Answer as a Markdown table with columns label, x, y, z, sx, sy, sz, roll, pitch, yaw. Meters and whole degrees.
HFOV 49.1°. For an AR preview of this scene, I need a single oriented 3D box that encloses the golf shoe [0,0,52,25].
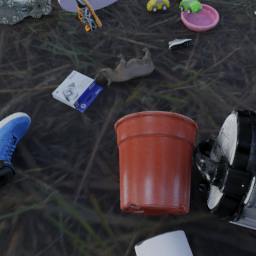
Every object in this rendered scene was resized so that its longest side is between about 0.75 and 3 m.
| label | x | y | z | sx | sy | sz | roll | pitch | yaw |
| --- | --- | --- | --- | --- | --- | --- | --- | --- | --- |
| golf shoe | -4.209 | -4.662 | 10.722 | 2.484 | 0.973 | 1.208 | -10 | 42 | -13 |

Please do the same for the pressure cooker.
| label | x | y | z | sx | sy | sz | roll | pitch | yaw |
| --- | --- | --- | --- | --- | --- | --- | --- | --- | --- |
| pressure cooker | 2.922 | 0.962 | 6.156 | 2.949 | 2.594 | 2.634 | 14 | 61 | 9 |

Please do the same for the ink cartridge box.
| label | x | y | z | sx | sy | sz | roll | pitch | yaw |
| --- | --- | --- | --- | --- | --- | --- | --- | --- | --- |
| ink cartridge box | -1.574 | -1.179 | 8.836 | 1.160 | 0.235 | 1.157 | 27 | 62 | 15 |

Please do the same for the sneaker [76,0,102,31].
| label | x | y | z | sx | sy | sz | roll | pitch | yaw |
| --- | --- | --- | --- | --- | --- | --- | --- | --- | --- |
| sneaker | -0.995 | -2.687 | 6.578 | 0.400 | 1.036 | 0.405 | -31 | 53 | 5 |

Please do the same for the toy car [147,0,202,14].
| label | x | y | z | sx | sy | sz | roll | pitch | yaw |
| --- | --- | --- | --- | --- | --- | --- | --- | --- | --- |
| toy car | 2.013 | -4.874 | 10.652 | 2.150 | 0.479 | 2.023 | -31 | 47 | -17 |

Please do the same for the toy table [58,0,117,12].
| label | x | y | z | sx | sy | sz | roll | pitch | yaw |
| --- | --- | --- | --- | --- | --- | --- | --- | --- | --- |
| toy table | -1.515 | -5.586 | 10.436 | 2.747 | 2.525 | 1.609 | -20 | 77 | -27 |

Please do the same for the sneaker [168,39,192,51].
| label | x | y | z | sx | sy | sz | roll | pitch | yaw |
| --- | --- | --- | --- | --- | --- | --- | --- | --- | --- |
| sneaker | 1.856 | -3.019 | 9.911 | 0.893 | 0.330 | 0.354 | -13 | 55 | -8 |

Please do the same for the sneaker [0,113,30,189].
| label | x | y | z | sx | sy | sz | roll | pitch | yaw |
| --- | --- | --- | --- | --- | --- | --- | --- | --- | --- |
| sneaker | -3.176 | 0.715 | 7.276 | 1.287 | 0.888 | 2.313 | 33 | 68 | 25 |

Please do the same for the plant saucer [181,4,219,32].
| label | x | y | z | sx | sy | sz | roll | pitch | yaw |
| --- | --- | --- | --- | --- | --- | --- | --- | --- | --- |
| plant saucer | 2.687 | -4.120 | 10.557 | 1.398 | 0.354 | 1.398 | 0 | 59 | 0 |

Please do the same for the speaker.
| label | x | y | z | sx | sy | sz | roll | pitch | yaw |
| --- | --- | --- | --- | --- | --- | --- | --- | --- | --- |
| speaker | 1.059 | 3.588 | 5.395 | 1.168 | 1.168 | 2.877 | -14 | 59 | -8 |

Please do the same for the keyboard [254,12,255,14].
| label | x | y | z | sx | sy | sz | roll | pitch | yaw |
| --- | --- | --- | --- | --- | --- | --- | --- | --- | --- |
| keyboard | 5.365 | -4.555 | 11.014 | 0.759 | 0.040 | 0.214 | -14 | 65 | -8 |

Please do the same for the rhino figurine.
| label | x | y | z | sx | sy | sz | roll | pitch | yaw |
| --- | --- | --- | --- | --- | --- | --- | --- | --- | --- |
| rhino figurine | -0.108 | -1.896 | 9.057 | 2.065 | 0.618 | 0.903 | -19 | 60 | -10 |

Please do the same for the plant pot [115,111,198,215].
| label | x | y | z | sx | sy | sz | roll | pitch | yaw |
| --- | --- | --- | --- | --- | --- | --- | --- | --- | --- |
| plant pot | 0.634 | 0.950 | 6.643 | 2.066 | 2.066 | 2.010 | 3 | 67 | 2 |
